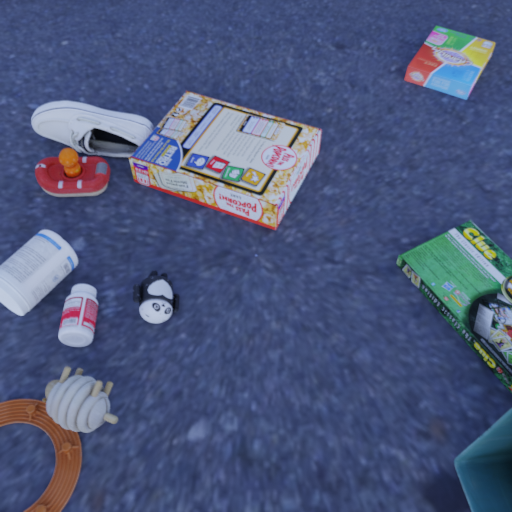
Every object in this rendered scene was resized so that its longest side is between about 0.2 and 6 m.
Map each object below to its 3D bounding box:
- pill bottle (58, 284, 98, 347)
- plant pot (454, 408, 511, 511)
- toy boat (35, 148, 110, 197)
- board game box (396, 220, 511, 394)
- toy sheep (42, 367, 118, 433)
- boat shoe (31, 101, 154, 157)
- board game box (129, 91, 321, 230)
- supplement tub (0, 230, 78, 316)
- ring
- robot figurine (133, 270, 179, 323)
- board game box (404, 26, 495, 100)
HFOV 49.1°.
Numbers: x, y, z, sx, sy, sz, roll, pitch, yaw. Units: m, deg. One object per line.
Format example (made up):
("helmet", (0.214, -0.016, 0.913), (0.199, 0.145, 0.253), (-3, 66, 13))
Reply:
("pill bottle", (-2.712, 0.902, 8.615), (0.501, 0.501, 0.893), (-1, 52, -1))
("plant pot", (4.097, 2.799, 6.449), (2.568, 1.815, 1.814), (-3, 52, -11))
("toy boat", (-3.406, -1.617, 10.319), (1.315, 0.860, 0.858), (-3, 53, -2))
("board game box", (3.792, 0.807, 8.802), (1.601, 0.359, 3.057), (-25, 56, -15))
("toy sheep", (-2.377, 1.992, 7.607), (1.175, 0.810, 0.810), (17, 54, 23))
("boat shoe", (-3.250, -2.359, 10.946), (2.436, 0.876, 0.800), (11, 48, -2))
("board game box", (-0.534, -1.911, 10.649), (2.951, 0.683, 2.235), (20, 55, 15))
("supplement tub", (-3.548, 0.251, 8.924), (0.814, 0.814, 1.233), (28, 57, 20))
("ring", (-3.297, 2.788, 7.372), (1.951, 0.187, 1.951), (0, 53, -1))
("robot figurine", (-1.564, 0.644, 8.795), (0.633, 0.526, 0.843), (-8, 53, 4))
("board game box", (4.440, -4.439, 12.790), (1.464, 0.386, 1.913), (24, 56, 17))
